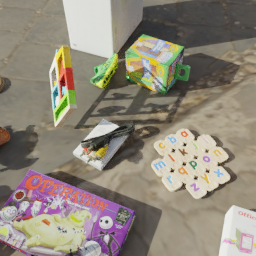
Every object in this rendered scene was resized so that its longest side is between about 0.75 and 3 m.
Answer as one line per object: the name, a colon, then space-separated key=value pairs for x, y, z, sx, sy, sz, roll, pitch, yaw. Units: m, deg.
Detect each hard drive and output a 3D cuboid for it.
hard drive: x=-0.649 y=0.385 z=7.083 sx=0.847 sy=0.169 sz=1.285 roll=26 pitch=56 yaw=19

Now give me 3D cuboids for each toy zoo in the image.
toy zoo: x=-1.678 y=-1.138 z=7.065 sx=0.199 sy=1.277 sz=1.946 roll=0 pitch=71 yaw=-30

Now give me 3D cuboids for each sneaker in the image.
sneaker: x=-0.710 y=-1.844 z=8.648 sx=0.610 sy=0.540 sz=1.459 roll=18 pitch=54 yaw=9

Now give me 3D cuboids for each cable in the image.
cable: x=-0.527 y=0.329 z=6.921 sx=0.775 sy=0.401 sz=1.595 roll=15 pitch=34 yaw=42

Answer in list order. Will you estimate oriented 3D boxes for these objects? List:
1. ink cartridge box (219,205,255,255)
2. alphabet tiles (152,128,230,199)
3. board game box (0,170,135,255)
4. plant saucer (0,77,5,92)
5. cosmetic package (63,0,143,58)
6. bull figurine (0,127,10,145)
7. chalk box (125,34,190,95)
ink cartridge box: x=2.308 y=2.313 z=5.251 sx=1.018 sy=0.596 sz=1.408 roll=16 pitch=52 yaw=13
alphabet tiles: x=1.504 y=0.804 z=6.773 sx=1.782 sy=0.130 sz=1.743 roll=-25 pitch=56 yaw=-19
board game box: x=-1.324 y=1.958 z=5.712 sx=2.596 sy=0.419 sz=1.558 roll=17 pitch=49 yaw=14
plant saucer: x=-4.224 y=-1.288 z=8.462 sx=0.962 sy=0.142 sz=0.962 roll=1 pitch=51 yaw=-1
cosmetic package: x=-0.693 y=-4.332 z=9.199 sx=1.718 sy=2.785 sz=2.794 roll=19 pitch=54 yaw=15
bull figurine: x=-3.647 y=0.352 z=6.681 sx=0.958 sy=0.514 sz=1.578 roll=43 pitch=38 yaw=8
chalk box: x=0.945 y=-1.818 z=8.268 sx=1.766 sy=1.098 sz=1.093 roll=25 pitch=55 yaw=21
